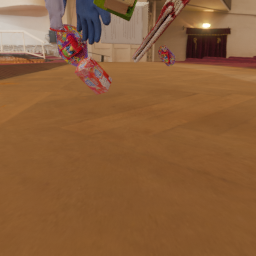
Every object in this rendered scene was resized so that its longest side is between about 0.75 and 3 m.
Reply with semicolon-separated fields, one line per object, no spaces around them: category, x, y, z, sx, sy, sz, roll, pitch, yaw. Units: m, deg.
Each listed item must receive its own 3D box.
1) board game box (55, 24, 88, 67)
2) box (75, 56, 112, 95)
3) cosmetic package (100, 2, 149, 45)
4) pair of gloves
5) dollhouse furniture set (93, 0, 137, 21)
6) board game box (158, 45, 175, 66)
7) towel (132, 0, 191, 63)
board game box;-2.174;-2.975;10.470;1.377;1.743;0.339;21;49;14
box;-0.962;-1.464;7.914;0.475;0.995;0.496;-11;50;37
cosmetic package;-0.128;-4.091;10.869;1.663;1.392;1.383;6;30;11
pair of gloves;-1.222;-2.876;6.285;2.181;1.753;0.248;25;39;29
dollhouse furniture set;-0.050;-2.211;4.029;0.626;0.810;1.621;19;-15;-8
board game box;1.608;-3.082;12.131;0.188;0.966;0.763;-35;-9;-28
towel;1.164;-2.676;5.600;0.318;2.794;2.012;40;-17;-6
